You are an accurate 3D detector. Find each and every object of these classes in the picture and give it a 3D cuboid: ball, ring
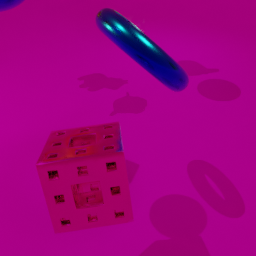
[{"bbox_3d":[-1.285,-1.539,2.481,0.954,0.954,0.954,0,41,0],"label":"ball"},{"bbox_3d":[0.203,-1.043,3.808,1.538,0.308,1.538,38,13,-11],"label":"ring"}]

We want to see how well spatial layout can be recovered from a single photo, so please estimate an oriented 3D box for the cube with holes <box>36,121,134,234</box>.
[{"bbox_3d":[-0.409,0.484,2.986,0.791,0.791,0.791,-8,22,-2],"label":"cube with holes"}]
